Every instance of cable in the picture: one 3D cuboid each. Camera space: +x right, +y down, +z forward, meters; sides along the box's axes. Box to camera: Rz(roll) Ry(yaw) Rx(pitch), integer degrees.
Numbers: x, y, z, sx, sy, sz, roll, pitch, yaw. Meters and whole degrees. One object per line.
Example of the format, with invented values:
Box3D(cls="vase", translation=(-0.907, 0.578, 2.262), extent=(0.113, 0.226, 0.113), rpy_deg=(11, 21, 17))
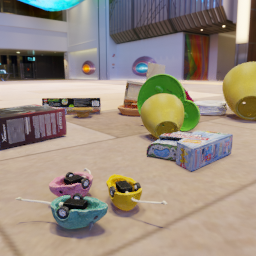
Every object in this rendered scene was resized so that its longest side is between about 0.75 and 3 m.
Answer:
Box3D(cls="cable", translation=(3.827, -0.958, 13.194), extent=(1.604, 0.555, 1.604), rpy_deg=(4, 13, 16))

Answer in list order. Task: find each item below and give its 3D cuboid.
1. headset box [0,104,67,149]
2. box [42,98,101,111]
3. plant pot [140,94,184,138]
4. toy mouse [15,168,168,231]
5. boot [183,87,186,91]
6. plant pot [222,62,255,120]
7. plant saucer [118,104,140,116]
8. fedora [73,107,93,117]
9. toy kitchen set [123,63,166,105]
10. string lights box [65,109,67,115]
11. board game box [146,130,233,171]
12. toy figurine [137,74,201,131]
Box3D(cls="headset box", translation=(-3.196, -0.152, 8.627), extent=(1.769, 0.918, 2.377), rpy_deg=(11, 18, 41))
Box3D(cls="box", translation=(-2.632, -1.122, 13.417), extent=(2.645, 0.459, 1.456), rpy_deg=(-1, -2, -6))
Box3D(cls="plant pot", translation=(1.087, -0.199, 8.452), extent=(1.376, 1.376, 0.976), rpy_deg=(0, 36, -2))
Box3D(cls="toy mouse", translation=(-0.722, 1.068, 4.215), extent=(1.787, 0.389, 2.011), rpy_deg=(-6, 13, -27))
Box3D(cls="boot", translation=(2.818, -1.478, 15.033), extent=(1.871, 1.048, 2.705), rpy_deg=(18, 34, 42))
Box3D(cls="plant pot", translation=(5.128, -1.305, 11.674), extent=(2.357, 2.357, 1.673), rpy_deg=(4, 40, 19))
Box3D(cls="plant saucer", translation=(0.434, -0.854, 13.213), extent=(1.847, 0.346, 1.847), rpy_deg=(0, 12, 0))
Box3D(cls="fedora", translation=(-1.984, -0.691, 12.328), extent=(1.008, 0.411, 1.008), rpy_deg=(-1, 6, 0))
Box3D(cls="toy kitchen set", translation=(1.068, -2.050, 14.318), extent=(2.370, 1.933, 2.138), rpy_deg=(8, -6, -3))
Box3D(cls="string lights box", translation=(-3.088, -0.660, 12.406), extent=(0.517, 0.297, 1.007), rpy_deg=(-1, 11, 0))
Box3D(cls="board game box", translation=(1.408, 0.452, 6.711), extent=(1.752, 0.540, 1.751), rpy_deg=(8, 14, 31))
Box3D(cls="toy figurine", translation=(2.015, -0.820, 10.750), extent=(2.572, 1.931, 2.367), rpy_deg=(34, 19, 29))
